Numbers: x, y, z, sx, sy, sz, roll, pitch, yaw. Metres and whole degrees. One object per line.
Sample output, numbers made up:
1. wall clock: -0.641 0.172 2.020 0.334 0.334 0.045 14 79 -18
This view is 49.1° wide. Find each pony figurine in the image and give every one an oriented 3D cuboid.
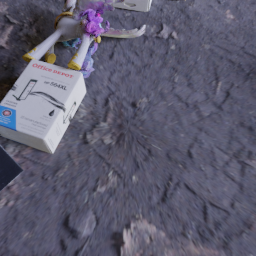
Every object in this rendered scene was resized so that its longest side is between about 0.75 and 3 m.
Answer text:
1. pony figurine: -1.233 -2.878 7.983 2.849 2.458 2.951 13 72 21

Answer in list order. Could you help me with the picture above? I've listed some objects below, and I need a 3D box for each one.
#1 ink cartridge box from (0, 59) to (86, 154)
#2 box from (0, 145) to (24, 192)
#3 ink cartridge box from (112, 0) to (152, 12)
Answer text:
1. ink cartridge box: -2.238 -0.617 7.282 1.548 0.894 2.121 17 62 9
2. box: -3.750 0.221 5.924 2.223 2.441 1.271 37 67 19
3. ink cartridge box: 0.252 -5.055 9.804 1.354 0.816 1.864 11 63 5
